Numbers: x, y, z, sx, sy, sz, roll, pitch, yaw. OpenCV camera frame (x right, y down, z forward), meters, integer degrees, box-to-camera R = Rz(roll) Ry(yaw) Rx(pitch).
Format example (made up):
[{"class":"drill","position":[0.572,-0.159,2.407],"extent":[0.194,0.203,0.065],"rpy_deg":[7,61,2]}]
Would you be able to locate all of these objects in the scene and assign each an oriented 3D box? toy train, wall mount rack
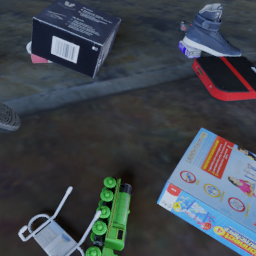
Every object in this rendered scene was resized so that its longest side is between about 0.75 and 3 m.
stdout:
[{"class":"toy train","position":[-0.382,2.124,5.891],"extent":[0.739,0.547,2.619],"rpy_deg":[13,42,0]},{"class":"wall mount rack","position":[-1.373,2.074,5.841],"extent":[1.615,0.602,1.403],"rpy_deg":[31,52,29]}]

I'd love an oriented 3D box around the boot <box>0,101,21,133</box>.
[{"class":"boot","position":[-2.409,0.151,3.925],"extent":[1.212,1.470,0.482],"rpy_deg":[28,26,-32]}]

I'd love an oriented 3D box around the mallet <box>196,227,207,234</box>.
[{"class":"mallet","position":[2.210,1.468,6.693],"extent":[0.856,0.535,2.599],"rpy_deg":[18,40,12]}]

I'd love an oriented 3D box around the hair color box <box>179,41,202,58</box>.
[{"class":"hair color box","position":[2.736,-3.500,12.396],"extent":[0.592,0.351,1.083],"rpy_deg":[-8,40,-12]}]

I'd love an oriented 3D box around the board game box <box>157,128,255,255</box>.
[{"class":"board game box","position":[2.206,1.290,6.004],"extent":[2.390,0.682,2.441],"rpy_deg":[29,37,16]}]

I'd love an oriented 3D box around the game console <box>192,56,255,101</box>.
[{"class":"game console","position":[3.968,-1.957,10.669],"extent":[2.450,0.430,2.770],"rpy_deg":[-2,42,-11]}]

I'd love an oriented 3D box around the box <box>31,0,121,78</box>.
[{"class":"box","position":[-2.006,-3.696,11.194],"extent":[2.650,1.582,2.694],"rpy_deg":[22,43,-2]}]

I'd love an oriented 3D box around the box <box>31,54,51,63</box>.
[{"class":"box","position":[-3.614,-3.063,11.821],"extent":[0.811,0.442,0.518],"rpy_deg":[-3,41,-4]}]

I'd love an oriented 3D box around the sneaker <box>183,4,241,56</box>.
[{"class":"sneaker","position":[3.832,-3.986,11.583],"extent":[2.565,1.853,0.975],"rpy_deg":[18,38,-4]}]

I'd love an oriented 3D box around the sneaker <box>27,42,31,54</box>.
[{"class":"sneaker","position":[-3.599,-3.843,12.547],"extent":[1.824,0.711,0.906],"rpy_deg":[-10,39,-12]}]

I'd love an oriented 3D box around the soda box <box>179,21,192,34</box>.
[{"class":"soda box","position":[3.156,-4.816,13.782],"extent":[0.437,0.488,1.379],"rpy_deg":[-22,45,-26]}]
